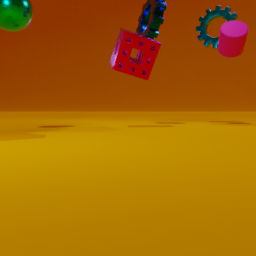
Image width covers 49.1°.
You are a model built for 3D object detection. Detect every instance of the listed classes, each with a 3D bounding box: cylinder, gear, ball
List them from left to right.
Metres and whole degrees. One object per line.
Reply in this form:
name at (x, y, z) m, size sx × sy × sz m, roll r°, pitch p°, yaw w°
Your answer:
ball at (-3.123, -3.161, 7.428) m, size 1.140 × 1.140 × 1.140 m, roll 0°, pitch 4°, yaw 0°
gear at (0.750, -3.689, 9.554) m, size 0.335 × 1.810 × 1.810 m, roll 11°, pitch 0°, yaw -18°
gear at (3.413, -3.841, 10.726) m, size 1.561 × 1.561 × 0.289 m, roll 2°, pitch 2°, yaw 29°
cylinder at (3.592, -3.050, 9.640) m, size 0.886 × 0.886 × 0.886 m, roll 1°, pitch -34°, yaw 11°

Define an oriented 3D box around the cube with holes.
cube with holes at (0.174, -2.144, 8.079) m, size 1.062 × 1.062 × 1.062 m, roll 15°, pitch 21°, yaw -13°
